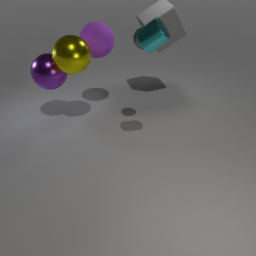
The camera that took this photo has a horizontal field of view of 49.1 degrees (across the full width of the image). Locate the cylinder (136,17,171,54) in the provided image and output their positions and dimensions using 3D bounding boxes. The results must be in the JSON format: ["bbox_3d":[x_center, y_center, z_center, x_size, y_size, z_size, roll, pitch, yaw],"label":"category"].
[{"bbox_3d":[0.691,-2.512,7.618,0.700,0.700,0.700,-30,20,29],"label":"cylinder"}]

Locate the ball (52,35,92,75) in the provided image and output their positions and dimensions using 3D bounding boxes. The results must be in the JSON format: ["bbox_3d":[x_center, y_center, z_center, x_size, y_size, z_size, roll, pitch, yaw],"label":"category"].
[{"bbox_3d":[-2.016,-2.626,10.081,1.400,1.400,1.400,0,32,0],"label":"ball"}]

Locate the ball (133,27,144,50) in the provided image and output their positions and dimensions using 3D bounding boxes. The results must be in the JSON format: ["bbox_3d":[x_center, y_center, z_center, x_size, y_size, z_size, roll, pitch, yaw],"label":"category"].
[{"bbox_3d":[0.516,-2.889,9.026,0.700,0.700,0.700,0,32,0],"label":"ball"}]

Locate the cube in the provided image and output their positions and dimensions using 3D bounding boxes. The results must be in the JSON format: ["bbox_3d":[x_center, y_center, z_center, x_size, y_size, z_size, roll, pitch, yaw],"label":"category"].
[{"bbox_3d":[1.422,-4.424,12.071,1.400,1.400,1.400,-31,40,9],"label":"cube"}]

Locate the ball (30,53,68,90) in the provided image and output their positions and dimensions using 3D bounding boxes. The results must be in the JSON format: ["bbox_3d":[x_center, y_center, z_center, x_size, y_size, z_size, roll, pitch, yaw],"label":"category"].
[{"bbox_3d":[-3.060,-2.197,10.904,1.400,1.400,1.400,0,32,0],"label":"ball"}]

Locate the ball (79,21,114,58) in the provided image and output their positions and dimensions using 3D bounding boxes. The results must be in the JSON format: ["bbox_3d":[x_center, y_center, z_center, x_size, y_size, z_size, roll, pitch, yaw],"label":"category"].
[{"bbox_3d":[-1.247,-3.517,11.212,1.400,1.400,1.400,0,32,0],"label":"ball"}]
